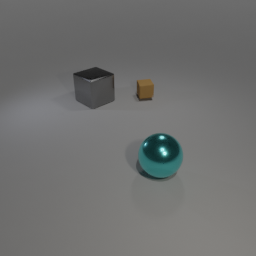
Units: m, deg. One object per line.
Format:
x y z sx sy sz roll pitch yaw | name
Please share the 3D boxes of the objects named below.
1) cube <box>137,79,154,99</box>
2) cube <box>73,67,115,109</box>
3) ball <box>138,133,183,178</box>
0.836 -1.918 13.678 0.700 0.700 0.700 -7 34 -9 | cube
-1.604 -1.946 13.372 1.400 1.400 1.400 -26 40 -36 | cube
1.016 0.851 8.755 1.400 1.400 1.400 0 31 0 | ball
